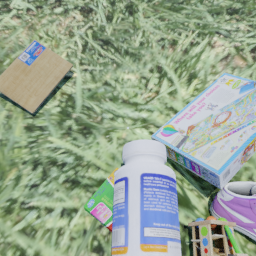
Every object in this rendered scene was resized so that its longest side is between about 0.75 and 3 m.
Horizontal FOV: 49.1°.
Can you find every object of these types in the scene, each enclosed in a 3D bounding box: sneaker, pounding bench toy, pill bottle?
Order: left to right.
[{"bbox_3d":[0.344,1.428,5.498,1.261,1.261,2.250,1,62,1],"label":"pill bottle"},{"bbox_3d":[1.813,2.176,5.453,0.692,1.114,0.869,16,61,-26],"label":"pounding bench toy"},{"bbox_3d":[2.827,1.757,5.701,2.043,1.165,0.741,18,41,10],"label":"sneaker"}]

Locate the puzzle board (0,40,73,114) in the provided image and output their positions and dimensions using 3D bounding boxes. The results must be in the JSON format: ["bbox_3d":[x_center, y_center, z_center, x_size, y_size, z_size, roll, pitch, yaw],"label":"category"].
[{"bbox_3d":[-2.591,-1.439,7.726,1.354,0.156,1.797,34,72,3],"label":"puzzle board"}]

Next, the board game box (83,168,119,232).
[{"bbox_3d":[-0.010,1.801,6.227,1.559,0.314,1.193,34,65,17],"label":"board game box"}]

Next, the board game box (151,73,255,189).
[{"bbox_3d":[2.275,-0.138,6.700,2.927,0.501,1.968,-39,43,-20],"label":"board game box"}]
